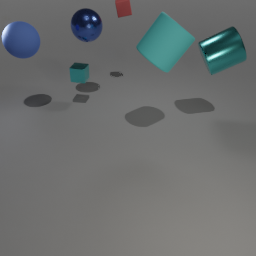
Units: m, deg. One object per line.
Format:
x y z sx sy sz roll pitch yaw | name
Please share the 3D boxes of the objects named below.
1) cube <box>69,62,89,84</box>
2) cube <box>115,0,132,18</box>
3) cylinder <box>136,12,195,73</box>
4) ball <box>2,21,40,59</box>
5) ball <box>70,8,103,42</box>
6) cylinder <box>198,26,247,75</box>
-2.220 -2.534 12.873 0.700 0.700 0.700 8 34 8 | cube
-0.217 -5.878 13.652 0.700 0.700 0.700 -10 34 4 | cube
1.225 -2.803 9.234 1.400 1.400 1.400 34 22 -15 | cylinder
-4.187 -3.457 11.031 1.400 1.400 1.400 0 30 0 | ball
-1.819 -4.512 12.331 1.400 1.400 1.400 0 30 0 | ball
3.619 -2.958 10.824 1.400 1.400 1.400 -23 27 15 | cylinder
